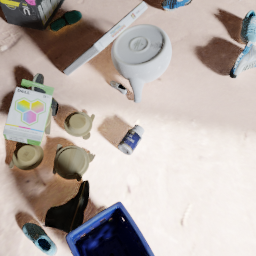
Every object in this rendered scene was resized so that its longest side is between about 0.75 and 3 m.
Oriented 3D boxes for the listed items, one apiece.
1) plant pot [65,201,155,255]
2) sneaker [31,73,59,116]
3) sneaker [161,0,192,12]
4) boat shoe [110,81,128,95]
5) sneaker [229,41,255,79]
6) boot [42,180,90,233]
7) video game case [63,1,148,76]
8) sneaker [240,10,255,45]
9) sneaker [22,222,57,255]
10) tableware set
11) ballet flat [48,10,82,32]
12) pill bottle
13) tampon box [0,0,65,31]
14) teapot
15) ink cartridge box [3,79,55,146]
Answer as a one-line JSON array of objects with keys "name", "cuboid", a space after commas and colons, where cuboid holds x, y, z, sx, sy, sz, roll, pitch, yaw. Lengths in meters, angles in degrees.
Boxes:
[{"name": "plant pot", "cuboid": [-0.423, 3.032, 6.885, 1.597, 1.436, 1.597, -29, 62, -17]}, {"name": "sneaker", "cuboid": [-2.951, -1.160, 10.102, 0.948, 0.667, 1.785, 1, 67, -5]}, {"name": "sneaker", "cuboid": [2.204, -6.033, 13.240, 1.733, 0.650, 0.751, -24, 54, -24]}, {"name": "boat shoe", "cuboid": [-0.341, -1.589, 10.530, 0.841, 0.275, 0.309, 34, 63, 19]}, {"name": "sneaker", "cuboid": [4.696, -2.573, 10.903, 0.905, 0.783, 2.089, 33, 63, 13]}, {"name": "boot", "cuboid": [-1.739, 2.159, 7.987, 1.064, 0.596, 1.538, 7, 57, 10]}, {"name": "video game case", "cuboid": [-0.915, -3.178, 10.265, 0.341, 2.976, 2.708, 49, 63, -17]}, {"name": "sneaker", "cuboid": [5.227, -4.345, 12.004, 0.689, 0.763, 1.863, 5, 57, 4]}, {"name": "sneaker", "cuboid": [-2.395, 2.914, 7.513, 1.232, 0.505, 0.455, 30, 61, 17]}, {"name": "tableware set", "cuboid": [-2.431, 0.384, 9.117, 2.925, 0.339, 2.443, 9, 65, 0]}, {"name": "ballet flat", "cuboid": [-2.840, -4.765, 12.449, 1.699, 0.600, 0.600, -38, 65, -23]}, {"name": "pill bottle", "cuboid": [0.131, 0.366, 9.121, 0.540, 0.540, 0.972, 27, 61, 16]}, {"name": "tampon box", "cuboid": [-4.226, -5.892, 12.511, 1.873, 1.577, 2.499, 13, 58, 8]}, {"name": "teapot", "cuboid": [0.566, -2.524, 10.271, 2.329, 1.701, 2.299, -33, 61, -3]}, {"name": "ink cartridge box", "cuboid": [-2.372, -0.469, 6.847, 0.860, 0.491, 1.657, 13, 69, -14]}]
